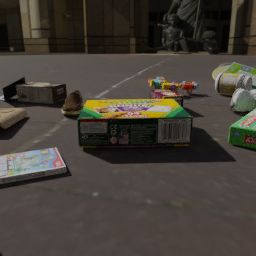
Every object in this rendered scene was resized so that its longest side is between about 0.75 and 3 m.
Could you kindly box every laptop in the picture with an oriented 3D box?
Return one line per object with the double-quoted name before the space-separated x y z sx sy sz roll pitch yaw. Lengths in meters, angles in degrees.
"laptop" -4.384 -1.484 10.475 1.012 0.586 0.947 13 41 39

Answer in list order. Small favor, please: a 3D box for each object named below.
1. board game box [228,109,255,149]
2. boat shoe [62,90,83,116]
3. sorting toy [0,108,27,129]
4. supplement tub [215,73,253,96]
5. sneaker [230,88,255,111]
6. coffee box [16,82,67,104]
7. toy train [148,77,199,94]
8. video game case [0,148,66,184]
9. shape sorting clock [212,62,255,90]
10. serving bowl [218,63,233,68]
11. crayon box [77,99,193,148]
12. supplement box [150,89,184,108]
"board game box" 3.816 -0.016 6.540 1.970 0.426 2.928 12 21 36
"boat shoe" -1.754 -0.842 8.829 0.625 0.626 1.693 -2 18 -5
"sorting toy" -3.908 -0.157 7.052 1.957 0.390 2.648 4 14 -3
"supplement tub" 4.238 -1.734 11.229 1.223 0.883 0.883 15 23 39
"sneaker" 3.972 -0.867 8.872 1.928 0.718 0.840 -13 26 -34
"coffee box" -3.151 -1.302 10.295 1.569 0.625 0.897 6 18 18
"toy train" 1.847 -1.724 11.866 2.025 0.563 1.521 18 23 37
"video game case" -1.874 0.654 4.928 1.384 0.121 0.990 -7 19 -22
"shape sorting clock" 5.286 -2.247 12.799 2.801 0.550 2.801 4 37 -3
"serving bowl" 5.338 -2.554 13.915 1.830 0.602 1.830 1 39 -1
"crayon box" 0.108 -0.201 6.672 2.364 0.689 2.039 -1 17 -3
"supplement box" 1.238 -0.902 9.169 0.687 0.533 1.245 -5 18 -15
